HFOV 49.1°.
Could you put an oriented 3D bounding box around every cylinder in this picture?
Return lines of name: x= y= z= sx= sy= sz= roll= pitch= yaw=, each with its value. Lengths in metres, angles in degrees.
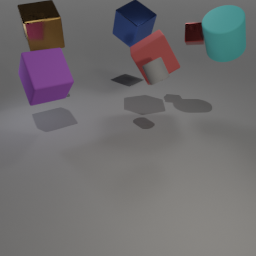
cylinder: x=0.924 y=-1.874 z=9.283 sx=0.700 sy=0.700 sz=0.700 roll=-26 pitch=8 yaw=4
cylinder: x=3.430 y=-3.329 z=9.960 sx=1.400 sy=1.400 sz=1.400 roll=-12 pitch=55 yaw=17

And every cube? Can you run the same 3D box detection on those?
cube: x=-2.953 y=-1.814 z=9.995 sx=1.400 sy=1.400 sz=1.400 roll=-17 pitch=-11 yaw=-29
cube: x=-3.481 y=-4.089 z=11.322 sx=1.400 sy=1.400 sz=1.400 roll=-17 pitch=55 yaw=-16
cube: x=2.593 y=-3.638 z=10.855 sx=0.700 sy=0.700 sz=0.700 roll=3 pitch=7 yaw=17
cube: x=1.026 y=-2.787 z=10.996 sx=1.400 sy=1.400 sz=1.400 roll=-29 pitch=24 yaw=13
cube: x=0.285 y=-4.946 z=13.371 sx=1.400 sy=1.400 sz=1.400 roll=42 pitch=61 yaw=14
